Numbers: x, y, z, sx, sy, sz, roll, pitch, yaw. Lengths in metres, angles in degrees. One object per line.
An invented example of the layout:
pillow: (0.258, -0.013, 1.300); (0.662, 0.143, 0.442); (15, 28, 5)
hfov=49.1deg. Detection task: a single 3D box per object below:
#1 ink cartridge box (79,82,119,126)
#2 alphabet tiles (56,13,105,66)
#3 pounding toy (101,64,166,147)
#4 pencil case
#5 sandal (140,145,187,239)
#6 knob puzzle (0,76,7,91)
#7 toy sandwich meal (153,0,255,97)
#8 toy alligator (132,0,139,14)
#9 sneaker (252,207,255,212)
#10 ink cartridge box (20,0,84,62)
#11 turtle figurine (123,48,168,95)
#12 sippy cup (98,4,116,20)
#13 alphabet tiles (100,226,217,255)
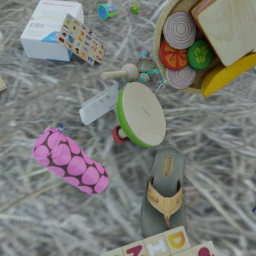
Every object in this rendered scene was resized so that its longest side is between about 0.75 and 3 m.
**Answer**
ink cartridge box: (-0.847, -0.760, 8.252); (1.281, 1.112, 0.279); (-35, 64, -20)
alphabet tiles: (-1.529, -2.971, 9.613); (1.712, 0.065, 1.431); (30, 52, -31)
pounding toy: (-0.027, -0.475, 7.998); (1.869, 1.123, 2.421); (-36, 100, -53)
pencil case: (-0.787, 0.491, 4.096); (0.550, 1.212, 0.568); (-35, 40, 5)
sandal: (0.993, 1.605, 6.956); (1.167, 0.779, 2.855); (11, 59, 7)
knob puzzle: (-5.359, -1.407, 9.112); (2.496, 0.346, 2.496); (0, 58, 0)
toy sandwich meal: (1.907, -1.930, 6.111); (2.763, 2.763, 0.946); (-11, 24, -7)
toy alligator: (0.261, -4.884, 11.382); (0.227, 0.248, 0.837); (-33, 54, 27)
sneaker: (4.248, 2.175, 6.713); (2.300, 0.856, 1.007); (25, 74, 25)
ink cartridge box: (-2.635, -3.547, 10.101); (1.599, 0.937, 2.213); (8, 59, 4)
turtle figurine: (0.639, -1.868, 9.096); (1.467, 0.986, 1.959); (14, 53, 9)
sippy cup: (-0.818, -4.643, 11.065); (0.538, 0.577, 0.734); (-36, 95, -32)
alphabet tiles: (0.708, 3.579, 5.842); (2.948, 0.093, 2.453); (-16, 71, -9)
